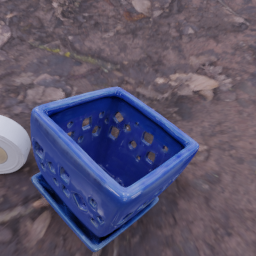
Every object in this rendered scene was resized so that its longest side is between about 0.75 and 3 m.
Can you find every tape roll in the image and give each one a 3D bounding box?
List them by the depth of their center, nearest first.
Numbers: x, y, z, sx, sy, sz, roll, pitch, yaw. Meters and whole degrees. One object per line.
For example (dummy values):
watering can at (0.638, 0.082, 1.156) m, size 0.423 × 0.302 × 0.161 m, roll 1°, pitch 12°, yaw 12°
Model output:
tape roll at (-3.085, 0.392, 6.431) m, size 1.562 × 1.562 × 0.546 m, roll 1°, pitch 44°, yaw 0°

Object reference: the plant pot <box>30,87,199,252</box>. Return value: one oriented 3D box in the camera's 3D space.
plant pot at (-0.425, 0.787, 5.568) m, size 2.372 × 2.133 × 2.373 m, roll 39°, pitch 38°, yaw 24°
